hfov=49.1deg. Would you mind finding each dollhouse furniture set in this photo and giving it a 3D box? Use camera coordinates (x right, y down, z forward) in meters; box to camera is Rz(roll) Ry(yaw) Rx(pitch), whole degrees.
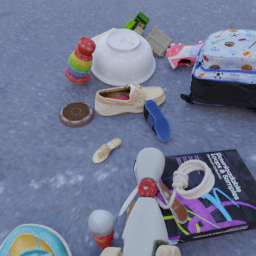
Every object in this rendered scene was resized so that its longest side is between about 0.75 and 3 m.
[{"bbox_3d":[0.765,-3.776,12.058,1.971,0.989,1.291,38,59,-5],"label":"dollhouse furniture set"}]

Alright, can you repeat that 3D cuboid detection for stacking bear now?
[{"bbox_3d":[-1.563,-2.374,9.602,0.952,1.568,0.892,35,41,3],"label":"stacking bear"}]

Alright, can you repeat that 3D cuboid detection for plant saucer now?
[{"bbox_3d":[-1.685,-0.494,9.182,1.180,0.189,1.180,-1,47,1],"label":"plant saucer"}]

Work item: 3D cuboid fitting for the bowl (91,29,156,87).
[{"bbox_3d":[-0.187,-2.864,10.517,2.604,1.170,2.604,1,54,-1],"label":"bowl"}]

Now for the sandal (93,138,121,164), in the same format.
[{"bbox_3d":[-0.623,0.559,8.078,0.392,0.352,1.069,35,56,28],"label":"sandal"}]

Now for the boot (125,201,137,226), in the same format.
[{"bbox_3d":[0.455,2.108,6.634,0.968,0.341,0.693,13,52,19],"label":"boot"}]

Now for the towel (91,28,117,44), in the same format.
[{"bbox_3d":[-0.702,-3.503,11.885,1.934,0.326,2.025,36,56,29],"label":"towel"}]

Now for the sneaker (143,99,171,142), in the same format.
[{"bbox_3d":[0.882,-0.178,8.723,0.503,0.558,1.433,-16,70,-15],"label":"sneaker"}]

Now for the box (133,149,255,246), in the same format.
[{"bbox_3d":[1.787,1.553,6.837,2.929,0.529,2.094,-4,47,-15],"label":"box"}]

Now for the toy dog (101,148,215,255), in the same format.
[{"bbox_3d":[0.516,1.983,5.737,1.952,1.425,2.959,13,57,31],"label":"toy dog"}]

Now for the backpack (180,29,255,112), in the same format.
[{"bbox_3d":[3.450,-2.055,9.386,2.897,2.232,2.760,11,39,13],"label":"backpack"}]

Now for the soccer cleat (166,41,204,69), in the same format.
[{"bbox_3d":[2.717,-2.915,11.144,2.516,0.839,0.962,-10,79,-17],"label":"soccer cleat"}]

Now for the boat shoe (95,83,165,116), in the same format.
[{"bbox_3d":[0.102,-1.038,9.224,2.434,0.842,0.897,-13,49,-12],"label":"boat shoe"}]

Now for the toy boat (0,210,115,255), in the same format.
[{"bbox_3d":[-1.410,2.566,5.623,2.598,1.207,2.184,-26,52,-22],"label":"toy boat"}]
